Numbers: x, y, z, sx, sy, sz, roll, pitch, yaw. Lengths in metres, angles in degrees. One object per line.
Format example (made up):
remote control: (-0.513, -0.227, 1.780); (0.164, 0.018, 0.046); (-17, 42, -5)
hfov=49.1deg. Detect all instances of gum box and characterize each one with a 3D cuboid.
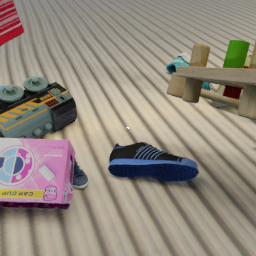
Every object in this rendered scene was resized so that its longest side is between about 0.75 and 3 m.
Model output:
gum box: (-2.115, 0.901, 5.551); (2.173, 0.718, 1.233); (1, 65, 1)

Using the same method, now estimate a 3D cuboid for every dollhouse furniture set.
dollhouse furniture set: (3.830, -0.954, 8.217); (2.300, 1.154, 1.506); (-4, 37, 47)

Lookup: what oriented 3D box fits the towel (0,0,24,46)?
towel: (-2.903, -2.542, 5.793); (0.194, 1.723, 1.246); (21, 50, 28)

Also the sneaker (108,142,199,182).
sneaker: (0.555, 0.677, 6.219); (1.970, 0.691, 0.768); (4, 46, 7)

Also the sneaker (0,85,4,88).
sneaker: (-4.253, -1.221, 8.992); (0.956, 0.362, 0.502); (26, 32, 21)

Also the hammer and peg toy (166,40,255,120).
hammer and peg toy: (1.981, -0.779, 4.769); (2.125, 1.019, 2.889); (7, 10, -19)

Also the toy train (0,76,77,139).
toy train: (-2.686, -0.336, 7.224); (1.605, 1.200, 2.816); (37, 50, 26)

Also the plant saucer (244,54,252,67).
plant saucer: (5.016, -1.705, 8.829); (2.669, 0.640, 2.673); (-13, 48, -8)

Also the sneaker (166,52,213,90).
sneaker: (2.080, -1.780, 9.478); (0.876, 0.853, 2.201); (-30, 39, -5)

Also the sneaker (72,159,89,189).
sneaker: (-1.265, 0.840, 6.175); (0.436, 0.492, 1.164); (-26, 45, -29)
